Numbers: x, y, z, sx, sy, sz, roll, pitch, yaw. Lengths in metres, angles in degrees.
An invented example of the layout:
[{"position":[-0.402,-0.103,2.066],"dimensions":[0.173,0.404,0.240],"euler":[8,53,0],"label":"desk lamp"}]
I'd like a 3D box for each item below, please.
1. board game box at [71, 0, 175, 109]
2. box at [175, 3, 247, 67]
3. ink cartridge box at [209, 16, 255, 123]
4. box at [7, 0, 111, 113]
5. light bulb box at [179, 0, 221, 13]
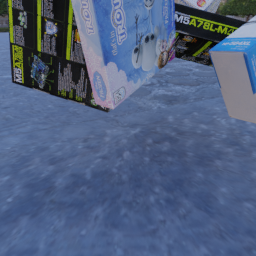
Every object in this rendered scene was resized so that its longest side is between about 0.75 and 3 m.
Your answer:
[{"position":[0.086,-1.667,4.412],"dimensions":[0.439,2.024,2.014],"euler":[21,48,32],"label":"board game box"},{"position":[1.703,-2.345,7.452],"dimensions":[2.863,0.704,2.965],"euler":[17,5,0],"label":"box"},{"position":[2.830,-1.351,5.496],"dimensions":[2.167,1.582,0.914],"euler":[-37,28,-15],"label":"ink cartridge box"},{"position":[-1.325,-1.882,6.080],"dimensions":[2.564,2.655,0.631],"euler":[19,35,10],"label":"box"},{"position":[2.653,-4.583,10.365],"dimensions":[0.985,1.578,1.564],"euler":[40,80,10],"label":"light bulb box"}]
